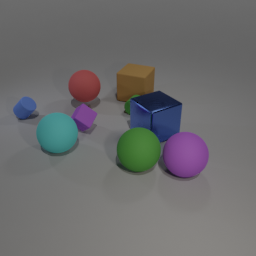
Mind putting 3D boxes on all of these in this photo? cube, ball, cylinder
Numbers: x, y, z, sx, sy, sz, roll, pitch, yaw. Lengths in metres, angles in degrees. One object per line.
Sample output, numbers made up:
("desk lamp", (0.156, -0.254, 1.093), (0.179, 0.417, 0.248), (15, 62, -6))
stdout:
("cube", (-1.731, -0.392, 10.764), (0.700, 0.700, 0.700), (-21, 38, 55))
("ball", (0.340, 0.681, 8.886), (1.400, 1.400, 1.400), (0, 32, 0))
("ball", (-2.445, 0.166, 9.700), (1.400, 1.400, 1.400), (0, 32, 0))
("cylinder", (-4.307, -0.841, 11.694), (0.700, 0.700, 0.700), (33, 37, -30))
("ball", (-1.901, -1.834, 12.266), (1.400, 1.400, 1.400), (0, 32, 0))
("ball", (1.770, 0.817, 8.650), (1.400, 1.400, 1.400), (0, 32, 0))
("cylinder", (0.294, -1.001, 12.204), (0.700, 0.700, 0.700), (14, 34, 21))
("cube", (0.375, -2.095, 13.243), (1.400, 1.400, 1.400), (13, 35, 19))
("cube", (1.023, -0.409, 10.565), (1.400, 1.400, 1.400), (-18, 35, -26))
